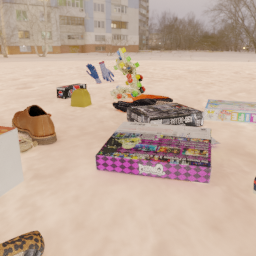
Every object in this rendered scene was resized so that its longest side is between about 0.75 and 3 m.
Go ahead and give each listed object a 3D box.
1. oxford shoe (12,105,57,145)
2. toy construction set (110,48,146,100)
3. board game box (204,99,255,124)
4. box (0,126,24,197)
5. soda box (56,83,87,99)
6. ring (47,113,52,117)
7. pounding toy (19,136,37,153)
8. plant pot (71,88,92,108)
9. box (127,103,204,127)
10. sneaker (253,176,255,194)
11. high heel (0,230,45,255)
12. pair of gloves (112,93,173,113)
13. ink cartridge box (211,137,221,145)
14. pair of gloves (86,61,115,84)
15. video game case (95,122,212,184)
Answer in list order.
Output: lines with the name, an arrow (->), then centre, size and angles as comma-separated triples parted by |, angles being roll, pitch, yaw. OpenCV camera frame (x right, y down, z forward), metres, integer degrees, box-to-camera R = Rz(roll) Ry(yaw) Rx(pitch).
oxford shoe -> -3.082, -0.321, 9.131 | 1.015, 1.015, 2.847 | -15, 20, -36
toy construction set -> -0.012, -1.814, 10.143 | 0.914, 1.984, 1.301 | -14, -34, 33
board game box -> 4.523, -0.647, 11.028 | 2.838, 0.486, 1.908 | 6, 17, 19
box -> -3.318, 0.836, 4.851 | 1.570, 1.230, 2.524 | 6, 18, 18
soda box -> -3.087, -2.074, 15.550 | 0.669, 0.599, 1.892 | 9, 20, 27
ring -> -3.578, -0.509, 11.274 | 0.969, 0.093, 0.969 | -1, 17, 0
pounding toy -> -2.903, 0.367, 7.630 | 0.909, 0.521, 0.520 | -2, 21, -6
plant pot -> -2.206, -1.436, 13.134 | 0.762, 0.784, 0.767 | 6, 17, 19
box -> 1.310, -0.428, 10.176 | 2.245, 0.559, 1.770 | -8, 19, -24
sneaker -> 2.780, 1.024, 5.694 | 0.349, 0.394, 0.931 | 10, 19, 29
high heel -> -1.802, 1.584, 3.572 | 1.356, 0.484, 0.966 | 16, 23, -4
pair of gloves -> 0.745, -1.148, 12.966 | 2.578, 0.358, 2.894 | 5, 20, 11
ink cartridge box -> 2.113, 0.387, 8.150 | 0.813, 0.179, 0.828 | -5, 24, -15
pair of gloves -> -1.068, -2.085, 10.605 | 1.167, 0.938, 0.133 | 1, 43, 36
video game case -> 0.781, 0.484, 7.117 | 2.585, 0.463, 2.343 | 4, 22, 14
